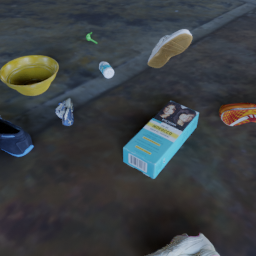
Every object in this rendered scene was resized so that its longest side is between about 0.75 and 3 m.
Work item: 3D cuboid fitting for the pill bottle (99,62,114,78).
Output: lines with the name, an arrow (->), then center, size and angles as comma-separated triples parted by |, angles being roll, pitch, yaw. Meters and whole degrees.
pill bottle -> -0.854, -2.268, 10.786 | 0.417, 0.417, 0.754 | -17, 45, -17

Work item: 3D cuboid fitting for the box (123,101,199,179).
box -> 0.995, 0.237, 7.965 | 1.024, 0.612, 2.489 | 26, 49, 25

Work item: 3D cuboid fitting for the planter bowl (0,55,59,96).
planter bowl -> -3.394, -1.722, 9.900 | 1.996, 0.831, 1.996 | 0, 43, 0

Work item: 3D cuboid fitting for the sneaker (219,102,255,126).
sneaker -> 3.951, -0.521, 8.640 | 2.197, 0.802, 0.848 | 4, 30, 5

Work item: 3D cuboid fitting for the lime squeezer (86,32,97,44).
lime squeezer -> -1.756, -4.251, 13.058 | 0.412, 0.220, 1.167 | -12, 44, -13

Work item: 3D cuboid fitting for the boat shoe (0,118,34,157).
boat shoe -> -3.860, -0.086, 8.085 | 2.660, 0.913, 1.119 | 14, 45, 14

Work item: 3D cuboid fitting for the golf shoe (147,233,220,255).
golf shoe -> 0.954, 2.539, 5.596 | 1.668, 0.628, 0.763 | -1, 33, -11

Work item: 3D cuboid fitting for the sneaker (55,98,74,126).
sneaker -> -2.032, -0.453, 8.892 | 0.532, 0.481, 1.249 | -12, 36, 2

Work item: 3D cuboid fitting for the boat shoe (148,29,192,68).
boat shoe -> 0.874, -1.827, 6.158 | 0.483, 1.364, 0.473 | 17, 68, -26
